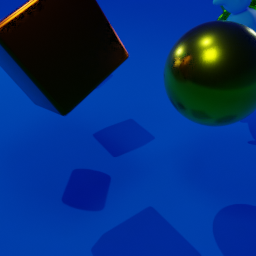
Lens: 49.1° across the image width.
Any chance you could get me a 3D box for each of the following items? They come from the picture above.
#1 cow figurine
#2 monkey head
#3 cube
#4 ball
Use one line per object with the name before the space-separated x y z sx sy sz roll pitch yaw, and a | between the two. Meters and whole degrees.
cow figurine | 2.387 -2.192 5.835 0.886 1.615 1.589 -13 -7 25
monkey head | 2.667 -3.189 6.505 1.184 1.965 1.413 13 0 26
cube | -0.912 -0.980 3.416 1.119 1.119 1.119 -46 32 -17
ball | 1.165 -0.705 3.741 1.375 1.375 1.375 0 39 0
